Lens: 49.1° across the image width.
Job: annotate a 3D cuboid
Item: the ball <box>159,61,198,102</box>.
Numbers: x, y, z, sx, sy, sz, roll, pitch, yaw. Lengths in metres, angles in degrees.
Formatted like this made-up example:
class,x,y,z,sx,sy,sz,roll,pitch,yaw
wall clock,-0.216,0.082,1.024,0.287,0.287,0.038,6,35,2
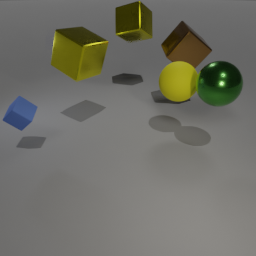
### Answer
class,x,y,z,sx,sy,sz,roll,pitch,yaw
ball,1.787,-1.637,9.903,1.400,1.400,1.400,0,28,0

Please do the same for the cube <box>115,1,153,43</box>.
class,x,y,z,sx,sy,sz,roll,pitch,yaw
cube,0.310,-5.239,13.985,1.400,1.400,1.400,-2,-2,30

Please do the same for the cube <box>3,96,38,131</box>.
class,x,y,z,sx,sy,sz,roll,pitch,yaw
cube,-3.511,-0.473,9.141,0.700,0.700,0.700,-33,36,33

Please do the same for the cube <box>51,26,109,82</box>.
class,x,y,z,sx,sy,sz,roll,pitch,yaw
cube,-1.801,-2.772,10.384,1.400,1.400,1.400,34,37,20

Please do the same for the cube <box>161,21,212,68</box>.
class,x,y,z,sx,sy,sz,roll,pitch,yaw
cube,2.484,-3.472,12.112,1.400,1.400,1.400,30,29,-25

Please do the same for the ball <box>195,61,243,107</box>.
class,x,y,z,sx,sy,sz,roll,pitch,yaw
ball,2.804,-1.359,8.653,1.400,1.400,1.400,0,28,0
